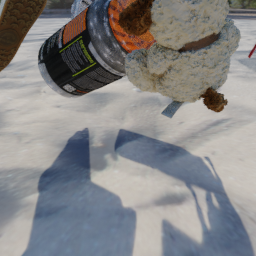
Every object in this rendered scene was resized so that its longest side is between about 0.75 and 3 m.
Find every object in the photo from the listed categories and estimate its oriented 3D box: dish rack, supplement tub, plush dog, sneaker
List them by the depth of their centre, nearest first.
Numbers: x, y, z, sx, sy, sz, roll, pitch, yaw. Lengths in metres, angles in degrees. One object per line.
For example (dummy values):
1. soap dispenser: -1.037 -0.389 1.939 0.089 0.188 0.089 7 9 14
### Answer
1. plush dog: 0.773 -1.147 3.615 1.824 1.567 1.463 -21 41 3
2. sneaker: -2.656 -2.072 5.446 0.911 2.717 1.220 8 48 -56
3. supplement tub: -0.635 -1.648 5.834 2.499 1.531 1.531 -15 11 42
4. dish rack: -1.452 -3.005 8.958 0.433 1.990 1.708 15 9 16

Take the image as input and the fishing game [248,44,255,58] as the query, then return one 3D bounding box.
1. fishing game: 3.987 -1.620 5.953 2.402 1.720 0.373 31 6 25
